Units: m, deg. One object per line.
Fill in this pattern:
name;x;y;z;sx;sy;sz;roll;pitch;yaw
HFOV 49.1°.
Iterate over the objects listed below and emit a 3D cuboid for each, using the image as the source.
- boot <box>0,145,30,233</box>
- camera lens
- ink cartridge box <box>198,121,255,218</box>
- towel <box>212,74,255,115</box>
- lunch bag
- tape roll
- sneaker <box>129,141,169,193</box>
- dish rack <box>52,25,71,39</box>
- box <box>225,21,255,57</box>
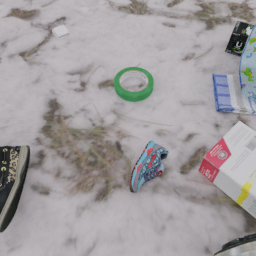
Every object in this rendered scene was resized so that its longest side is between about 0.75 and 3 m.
boot;-4.151;1.551;8.123;2.090;0.999;2.767;11;48;-11
camera lens;3.284;3.828;6.062;2.263;2.263;2.829;-10;57;-7
ink cartridge box;3.781;1.342;8.448;1.887;1.085;2.601;-38;63;-22
towel;4.700;-1.334;10.743;2.739;0.326;2.012;4;55;3
lunch bag;4.879;-2.444;10.202;1.035;2.017;2.509;13;59;33
tape roll;0.233;-1.732;10.979;1.544;0.371;1.544;0;55;0
sneaker;0.701;1.250;8.744;0.908;0.753;1.900;24;60;13
dish rack;-3.092;-4.492;12.967;0.691;0.175;0.806;-28;61;-18
box;5.074;-3.664;11.852;1.457;1.082;0.905;24;59;15
